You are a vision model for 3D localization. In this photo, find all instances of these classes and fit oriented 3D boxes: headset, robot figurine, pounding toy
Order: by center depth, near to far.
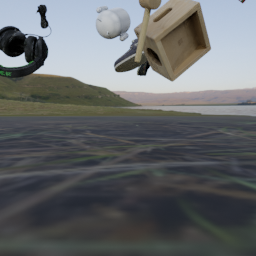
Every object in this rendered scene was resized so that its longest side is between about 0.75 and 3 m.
[{"bbox_3d":[-3.152,-2.632,8.442,1.642,2.658,1.249,21,-39,5],"label":"headset"},{"bbox_3d":[0.903,-2.912,8.486,1.306,2.508,2.855,44,-8,45],"label":"pounding toy"},{"bbox_3d":[-0.477,-3.400,9.107,0.879,1.320,1.557,-39,6,36],"label":"robot figurine"}]

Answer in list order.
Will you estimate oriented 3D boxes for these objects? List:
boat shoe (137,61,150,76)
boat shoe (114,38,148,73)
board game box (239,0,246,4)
[{"bbox_3d":[0.833,-2.859,12.633,0.430,1.373,0.502,12,-32,21],"label":"boat shoe"},{"bbox_3d":[0.537,-3.349,11.840,2.855,0.895,1.037,-32,-16,-2],"label":"boat shoe"},{"bbox_3d":[2.823,-3.646,6.147,0.152,0.802,1.559,2,-43,-49],"label":"board game box"}]
